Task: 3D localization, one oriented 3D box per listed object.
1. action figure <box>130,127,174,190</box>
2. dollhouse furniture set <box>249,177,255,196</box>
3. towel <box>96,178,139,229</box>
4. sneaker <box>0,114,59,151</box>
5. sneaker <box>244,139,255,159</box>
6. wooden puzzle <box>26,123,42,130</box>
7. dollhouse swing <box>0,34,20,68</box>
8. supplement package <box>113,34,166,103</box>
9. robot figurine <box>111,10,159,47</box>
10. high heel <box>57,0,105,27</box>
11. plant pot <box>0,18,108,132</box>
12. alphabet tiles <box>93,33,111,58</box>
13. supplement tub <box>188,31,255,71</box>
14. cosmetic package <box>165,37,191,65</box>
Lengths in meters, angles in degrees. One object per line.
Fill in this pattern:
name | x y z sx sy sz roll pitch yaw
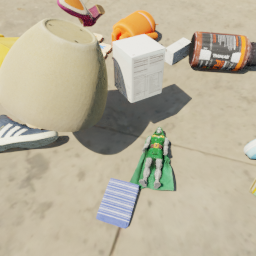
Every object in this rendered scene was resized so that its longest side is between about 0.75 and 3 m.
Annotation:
action figure | 0.860 0.855 8.891 1.343 0.622 2.274 6 48 9
dollhouse furniture set | 4.256 1.512 8.202 0.865 0.662 1.320 32 64 23
towel | -0.274 2.138 8.072 0.947 0.156 1.308 12 57 13
sneaker | -3.620 0.070 9.087 2.645 0.991 1.118 -6 72 -5
sneaker | 5.029 1.043 8.457 2.653 1.055 1.732 -7 59 7
wooden puzzle | -2.902 -0.717 10.250 1.893 0.438 1.753 -29 56 -16
dollhouse swing | -4.581 -2.752 11.776 2.249 2.044 1.977 30 15 21
supplement package | 0.302 -1.779 8.344 1.128 1.497 1.136 -21 46 -22
robot figurine | 0.309 -4.315 12.495 2.418 1.410 1.739 -44 25 -29
high heel | -1.740 -3.746 9.220 0.758 1.079 2.249 62 31 -4
plant pot | -1.754 -1.615 7.320 2.978 1.999 2.978 17 36 -13
alphabet tiles | -2.297 -3.484 12.570 2.790 0.208 2.853 17 53 12
supplement tub | 3.948 -3.126 11.487 2.708 1.448 1.448 5 52 2
cosmetic package | 2.145 -3.325 12.146 1.218 0.687 0.494 -38 60 -25
